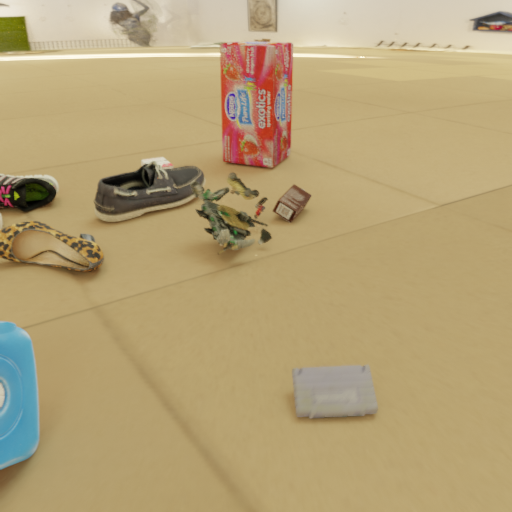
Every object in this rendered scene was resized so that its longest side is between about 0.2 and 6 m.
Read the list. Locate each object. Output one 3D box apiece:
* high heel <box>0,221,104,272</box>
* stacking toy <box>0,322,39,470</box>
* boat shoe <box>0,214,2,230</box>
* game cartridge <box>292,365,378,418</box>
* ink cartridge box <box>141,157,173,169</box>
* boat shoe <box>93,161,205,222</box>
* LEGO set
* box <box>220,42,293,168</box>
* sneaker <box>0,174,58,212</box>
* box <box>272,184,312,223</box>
[{"bbox_3d":[-3.613,-0.087,9.397,1.995,0.712,1.422,-1,18,-23],"label":"high heel"},{"bbox_3d":[-3.657,1.518,5.693,2.628,1.442,1.525,-10,-7,21],"label":"stacking toy"},{"bbox_3d":[-5.438,-0.754,10.437,0.854,1.061,2.287,-2,26,-5],"label":"boat shoe"},{"bbox_3d":[0.894,1.561,6.445,0.918,0.176,0.595,-2,52,-2],"label":"game cartridge"},{"bbox_3d":[-2.523,-2.227,14.309,0.604,0.352,0.834,-12,28,-24],"label":"ink cartridge box"},{"bbox_3d":[-2.191,-1.553,12.017,2.745,0.861,0.997,-26,47,-36],"label":"boat shoe"},{"bbox_3d":[-0.478,-0.693,10.485,1.679,0.733,2.585,45,24,8],"label":"LEGO set"},{"bbox_3d":[0.023,-4.051,14.929,1.541,3.091,1.476,10,26,21],"label":"box"},{"bbox_3d":[-5.244,-1.337,11.984,2.061,0.760,0.901,-8,20,-27],"label":"sneaker"},{"bbox_3d":[0.757,-1.109,11.769,0.474,0.355,0.947,33,38,7],"label":"box"}]
